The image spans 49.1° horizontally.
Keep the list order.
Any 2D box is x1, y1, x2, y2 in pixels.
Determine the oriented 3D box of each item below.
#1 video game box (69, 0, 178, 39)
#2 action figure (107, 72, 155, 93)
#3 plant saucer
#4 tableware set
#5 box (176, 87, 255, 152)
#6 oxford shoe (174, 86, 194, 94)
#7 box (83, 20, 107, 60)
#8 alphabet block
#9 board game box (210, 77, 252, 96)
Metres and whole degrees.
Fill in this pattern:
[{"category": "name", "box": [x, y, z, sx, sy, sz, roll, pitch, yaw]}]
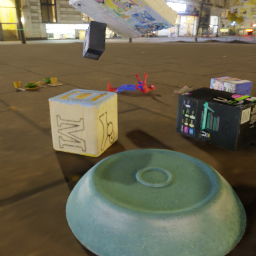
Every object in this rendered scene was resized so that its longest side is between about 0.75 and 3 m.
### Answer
[{"category": "video game box", "box": [-0.140, -4.070, 9.510, 2.535, 0.651, 2.782, 7, -7, 45]}, {"category": "action figure", "box": [0.170, -2.030, 12.199, 2.087, 1.033, 0.681, 3, 21, 2]}, {"category": "plant saucer", "box": [0.435, 1.000, 4.662, 2.917, 0.524, 2.917, 0, 20, 0]}, {"category": "tableware set", "box": [-4.412, -2.226, 13.611, 2.166, 0.332, 1.459, -19, 27, -40]}, {"category": "box", "box": [2.353, -0.310, 7.302, 1.333, 1.116, 1.795, -17, 26, -39]}, {"category": "oxford shoe", "box": [2.384, -1.642, 12.004, 0.931, 0.348, 0.328, -8, 22, -20]}, {"category": "box", "box": [-1.255, -3.248, 10.444, 0.656, 1.065, 1.056, 6, -8, -20]}, {"category": "alphabet block", "box": [-1.018, -0.176, 6.754, 1.236, 1.259, 1.230, 9, 21, 21]}, {"category": "board game box", "box": [4.317, -1.717, 11.795, 1.036, 0.629, 1.299, -12, 23, -28]}]
